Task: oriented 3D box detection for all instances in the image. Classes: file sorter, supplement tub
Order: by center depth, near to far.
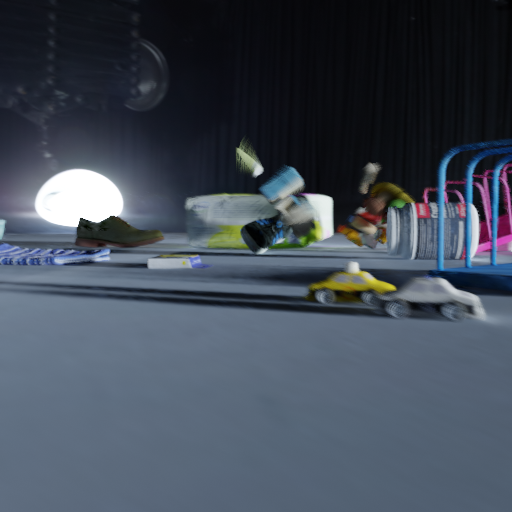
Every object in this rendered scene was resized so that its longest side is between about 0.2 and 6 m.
[{"bbox_3d":[2.947,-0.376,5.450,2.177,1.336,1.511,-3,4,-39],"label":"file sorter"},{"bbox_3d":[2.969,-0.417,9.538,1.393,0.978,0.978,0,3,8],"label":"supplement tub"},{"bbox_3d":[4.897,-1.052,11.892,2.172,1.362,1.509,-16,13,-12],"label":"file sorter"}]

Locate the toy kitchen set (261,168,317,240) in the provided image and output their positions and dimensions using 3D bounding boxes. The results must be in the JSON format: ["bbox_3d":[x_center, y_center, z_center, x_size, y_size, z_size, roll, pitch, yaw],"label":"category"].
[{"bbox_3d":[0.737,-1.124,10.574,0.779,1.322,1.059,-34,-19,-5],"label":"toy kitchen set"}]

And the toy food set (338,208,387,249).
[{"bbox_3d":[2.747,-0.711,14.074,0.764,0.810,1.697,31,-3,-8],"label":"toy food set"}]

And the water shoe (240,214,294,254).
[{"bbox_3d":[0.301,-0.609,11.916,0.771,0.698,1.954,-39,-3,24],"label":"water shoe"}]

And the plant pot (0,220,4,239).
[{"bbox_3d":[-6.245,-0.450,12.609,1.085,0.727,1.085,-1,3,0],"label":"plant pot"}]

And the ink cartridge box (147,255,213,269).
[{"bbox_3d":[-1.040,0.080,7.831,0.776,0.182,0.767,-2,3,5],"label":"ink cartridge box"}]

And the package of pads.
[{"bbox_3d":[0.180,-0.996,15.275,3.186,1.406,4.123,0,5,16],"label":"package of pads"}]

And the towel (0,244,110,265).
[{"bbox_3d":[-3.675,-0.022,8.954,2.185,0.261,1.582,1,4,16],"label":"towel"}]

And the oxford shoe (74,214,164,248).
[{"bbox_3d":[-3.772,-0.694,15.363,2.485,0.917,0.880,0,3,1],"label":"oxford shoe"}]

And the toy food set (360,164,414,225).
[{"bbox_3d":[2.890,-0.934,12.400,0.654,2.002,1.178,-40,-13,-21],"label":"toy food set"}]

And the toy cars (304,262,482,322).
[{"bbox_3d":[0.889,0.218,3.836,0.620,0.306,1.382,-2,4,-31],"label":"toy cars"}]

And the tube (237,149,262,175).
[{"bbox_3d":[-0.241,-3.060,18.095,0.304,0.340,1.173,-19,53,-29],"label":"tube"}]

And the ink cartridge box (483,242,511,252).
[{"bbox_3d":[5.624,-0.348,13.002,0.831,0.484,1.141,2,1,35],"label":"ink cartridge box"}]
